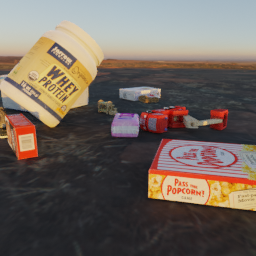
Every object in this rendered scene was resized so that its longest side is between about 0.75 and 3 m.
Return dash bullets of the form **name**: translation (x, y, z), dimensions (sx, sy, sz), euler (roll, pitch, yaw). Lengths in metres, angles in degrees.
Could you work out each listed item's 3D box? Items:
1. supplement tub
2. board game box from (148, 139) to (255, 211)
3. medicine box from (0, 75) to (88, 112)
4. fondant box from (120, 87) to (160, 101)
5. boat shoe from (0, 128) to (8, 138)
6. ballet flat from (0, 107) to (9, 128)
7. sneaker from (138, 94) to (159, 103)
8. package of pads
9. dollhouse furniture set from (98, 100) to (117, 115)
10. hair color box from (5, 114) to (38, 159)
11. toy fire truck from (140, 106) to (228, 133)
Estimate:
- **supplement tub**: translation (-2.303, -1.707, 8.870), dimensions (2.074, 2.872, 2.074), euler (35, -10, 7)
- **board game box**: translation (1.629, 0.757, 4.987), dimensions (2.297, 0.532, 1.740), euler (3, 15, 12)
- **medicine box**: translation (-3.577, -1.630, 12.244), dimensions (2.530, 1.429, 2.777), euler (10, 19, 32)
- **fondant box**: translation (0.638, -1.829, 14.810), dimensions (1.790, 0.521, 1.292), euler (-12, 19, -35)
- **boat shoe**: translation (-3.273, 0.055, 8.099), dimensions (0.930, 0.308, 0.348), euler (-10, 18, -33)
- **ballet flat**: translation (-4.839, -0.575, 9.179), dimensions (2.917, 0.676, 0.983), euler (18, 32, 33)
- **sneaker**: translation (0.928, -1.470, 13.739), dimensions (1.045, 0.372, 0.588), euler (4, 17, -16)
- **package of pads**: translation (-0.051, -0.102, 8.348), dimensions (0.776, 0.487, 1.287), euler (3, 15, 2)
- **dollhouse furniture set**: translation (-0.615, -0.867, 11.216), dimensions (0.890, 0.495, 0.787), euler (13, 20, 40)
- **hair color box**: translation (-2.622, 0.161, 6.822), dimensions (0.461, 0.764, 1.504), euler (-9, 16, -28)
- **toy fire truck**: translation (1.765, -0.244, 8.678), dimensions (2.416, 0.589, 1.704), euler (-13, 19, -39)
